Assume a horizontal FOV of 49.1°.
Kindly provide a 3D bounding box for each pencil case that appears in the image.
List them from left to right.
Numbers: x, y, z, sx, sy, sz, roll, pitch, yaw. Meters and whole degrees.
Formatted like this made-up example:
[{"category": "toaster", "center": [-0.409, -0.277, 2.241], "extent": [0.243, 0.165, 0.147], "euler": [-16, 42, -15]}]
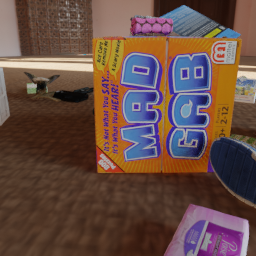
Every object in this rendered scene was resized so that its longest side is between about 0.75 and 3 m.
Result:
[{"category": "pencil case", "center": [0.598, -2.607, 7.216], "extent": [1.071, 0.486, 0.502], "euler": [-4, -10, -16]}]

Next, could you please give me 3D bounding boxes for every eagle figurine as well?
[{"category": "eagle figurine", "center": [-4.149, -2.129, 13.495], "extent": [1.548, 1.556, 2.051], "euler": [-29, 46, 17]}]

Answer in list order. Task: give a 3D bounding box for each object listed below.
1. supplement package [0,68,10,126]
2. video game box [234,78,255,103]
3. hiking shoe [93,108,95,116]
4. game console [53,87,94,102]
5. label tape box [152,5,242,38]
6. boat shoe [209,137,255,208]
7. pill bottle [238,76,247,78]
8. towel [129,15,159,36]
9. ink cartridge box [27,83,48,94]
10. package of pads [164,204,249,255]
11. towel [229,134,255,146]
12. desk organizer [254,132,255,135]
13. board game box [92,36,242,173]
[{"category": "supplement package", "center": [-5.583, -1.069, 9.662], "extent": [2.384, 1.856, 1.322], "euler": [-4, 19, -9]}, {"category": "video game box", "center": [5.348, -1.911, 13.724], "extent": [1.764, 0.453, 1.937], "euler": [7, 36, 26]}, {"category": "hiking shoe", "center": [-0.250, -0.540, 9.819], "extent": [2.070, 0.770, 0.897], "euler": [1, 17, 4]}, {"category": "game console", "center": [-2.457, -1.745, 14.188], "extent": [1.530, 0.313, 2.595], "euler": [12, 21, 23]}, {"category": "label tape box", "center": [2.183, -2.992, 9.159], "extent": [2.318, 0.734, 1.672], "euler": [39, 57, 22]}, {"category": "boat shoe", "center": [2.725, 0.986, 5.073], "extent": [1.025, 1.023, 2.833], "euler": [-7, 29, -29]}, {"category": "pill bottle", "center": [5.804, -2.298, 15.060], "extent": [1.266, 0.703, 0.703], "euler": [-23, 25, -18]}, {"category": "towel", "center": [1.185, -3.285, 10.957], "extent": [2.353, 1.949, 1.007], "euler": [6, 58, -8]}, {"category": "ink cartridge box", "center": [-5.096, -2.243, 15.636], "extent": [1.045, 0.344, 1.436], "euler": [-7, 19, -19]}, {"category": "package of pads", "center": [1.013, 1.632, 3.581], "extent": [0.905, 0.568, 1.502], "euler": [9, 20, 25]}, {"category": "towel", "center": [3.387, 0.365, 8.183], "extent": [0.835, 0.098, 0.637], "euler": [13, 22, 36]}, {"category": "desk organizer", "center": [4.545, 0.098, 7.467], "extent": [0.963, 1.034, 2.685], "euler": [-1, 18, -4]}, {"category": "board game box", "center": [0.731, -0.811, 7.173], "extent": [2.923, 2.922, 2.924], "euler": [-1, 18, -1]}]
